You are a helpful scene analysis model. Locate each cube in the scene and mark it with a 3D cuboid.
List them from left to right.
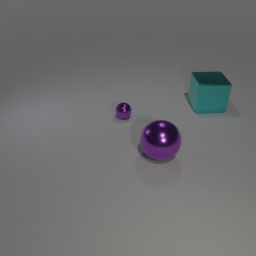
[{"bbox_3d":[3.609,-1.612,12.556,1.400,1.400,1.400,-2,34,-3],"label":"cube"}]

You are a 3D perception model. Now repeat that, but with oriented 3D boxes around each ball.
[{"bbox_3d":[-0.185,-0.736,11.891,0.700,0.700,0.700,0,34,0],"label":"ball"},{"bbox_3d":[1.114,0.415,9.535,1.400,1.400,1.400,0,34,0],"label":"ball"}]
